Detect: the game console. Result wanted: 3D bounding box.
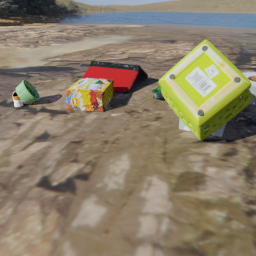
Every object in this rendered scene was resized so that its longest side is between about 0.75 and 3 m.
[{"bbox_3d":[-0.720,-2.564,15.123,2.929,1.738,2.524,11,-3,21],"label":"game console"}]

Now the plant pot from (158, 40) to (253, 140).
[{"bbox_3d":[2.275,-1.144,8.419,2.159,2.148,1.959,53,9,19],"label":"plant pot"}]

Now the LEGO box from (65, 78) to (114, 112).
[{"bbox_3d":[-1.600,-1.500,12.246,1.573,0.815,2.112,4,26,9],"label":"LEGO box"}]

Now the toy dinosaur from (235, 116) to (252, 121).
[{"bbox_3d":[4.495,-0.363,10.624,0.839,0.199,0.370,-6,19,-20],"label":"toy dinosaur"}]

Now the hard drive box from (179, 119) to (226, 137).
[{"bbox_3d":[2.874,-0.543,10.319,1.518,0.748,1.948,11,28,23],"label":"hard drive box"}]

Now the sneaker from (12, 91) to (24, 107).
[{"bbox_3d":[-4.810,-1.412,12.356,0.505,0.587,1.387,-10,26,-17],"label":"sneaker"}]

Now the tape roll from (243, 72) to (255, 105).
[{"bbox_3d":[6.166,-1.829,12.893,2.621,0.866,2.621,1,26,0],"label":"tape roll"}]

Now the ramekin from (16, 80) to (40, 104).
[{"bbox_3d":[-4.343,-1.518,12.090,0.497,1.018,1.018,-34,26,7],"label":"ramekin"}]

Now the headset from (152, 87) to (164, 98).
[{"bbox_3d":[2.339,-1.714,12.874,2.450,1.151,1.513,-18,16,-2],"label":"headset"}]
